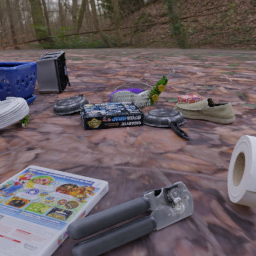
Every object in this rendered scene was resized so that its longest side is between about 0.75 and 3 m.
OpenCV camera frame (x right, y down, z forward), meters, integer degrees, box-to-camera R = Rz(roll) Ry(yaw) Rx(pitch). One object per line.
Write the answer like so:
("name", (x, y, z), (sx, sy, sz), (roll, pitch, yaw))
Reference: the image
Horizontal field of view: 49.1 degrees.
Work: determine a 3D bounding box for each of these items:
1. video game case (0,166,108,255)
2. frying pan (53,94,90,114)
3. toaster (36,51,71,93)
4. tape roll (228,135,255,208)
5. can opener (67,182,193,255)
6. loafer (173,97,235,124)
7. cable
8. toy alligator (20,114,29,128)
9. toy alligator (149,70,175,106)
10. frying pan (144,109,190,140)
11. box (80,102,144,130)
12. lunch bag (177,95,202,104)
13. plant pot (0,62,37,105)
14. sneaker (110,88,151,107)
("video game case", (-1.780, 1.454, 4.747), (1.934, 0.243, 2.701), (7, 21, 21))
("frying pan", (-2.050, -1.124, 11.465), (1.488, 0.400, 2.461), (2, 27, 28))
("toaster", (-3.854, -2.816, 14.487), (1.235, 2.081, 1.881), (-2, 27, 3))
("tape roll", (2.168, 0.764, 4.959), (0.432, 1.236, 1.236), (12, 21, 5))
("can opener", (0.100, 1.448, 4.565), (2.266, 0.604, 0.758), (-12, -10, -29))
("loafer", (2.731, -0.720, 10.083), (2.248, 0.768, 0.851), (12, 23, 30))
("cable", (-4.119, -0.450, 9.156), (1.703, 0.590, 1.703), (2, 31, 37))
("toy alligator", (-3.515, -0.240, 9.394), (0.238, 0.328, 0.990), (-3, 20, -7))
("toy alligator", (1.177, -1.591, 10.629), (0.391, 1.626, 0.539), (30, 5, -18))
("frying pan", (1.184, -0.216, 9.353), (1.550, 0.417, 2.563), (1, 17, 7))
("box", (-0.607, -0.473, 9.826), (2.036, 0.468, 1.618), (-5, 20, -13))
("lunch bag", (2.615, -1.214, 12.059), (0.938, 0.384, 0.826), (-5, 20, -14))
("plant pot", (-4.923, -1.698, 11.344), (1.978, 1.778, 1.978), (4, 20, 10))
("sneaker", (-0.006, -1.258, 11.689), (2.234, 0.777, 1.111), (-7, 20, -40))
